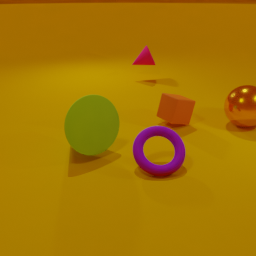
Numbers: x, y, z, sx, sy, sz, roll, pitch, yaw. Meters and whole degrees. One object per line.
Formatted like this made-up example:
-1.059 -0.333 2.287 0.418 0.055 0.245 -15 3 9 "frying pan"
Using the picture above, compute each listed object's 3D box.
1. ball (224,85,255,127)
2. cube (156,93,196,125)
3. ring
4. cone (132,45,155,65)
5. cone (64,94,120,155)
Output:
3.654 -0.673 8.660 1.301 1.301 1.301 0 27 0 "ball"
1.506 -0.608 8.846 0.783 0.783 0.783 1 19 -34 "cube"
0.748 0.535 6.734 1.279 0.256 1.279 2 64 -3 "ring"
0.627 -3.164 13.037 0.994 0.990 0.990 -24 24 13 "cone"
-1.276 -0.155 7.578 1.525 1.525 1.531 -18 16 -31 "cone"
